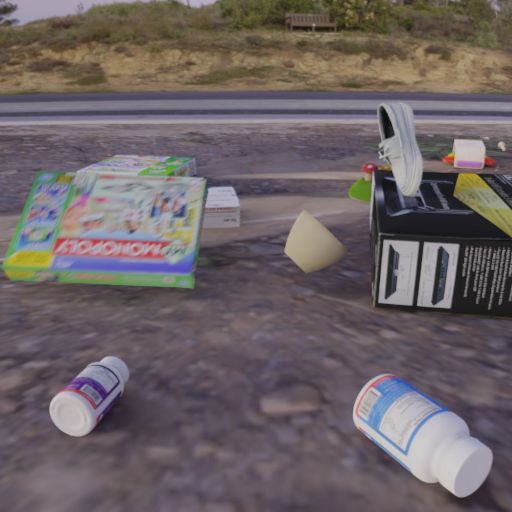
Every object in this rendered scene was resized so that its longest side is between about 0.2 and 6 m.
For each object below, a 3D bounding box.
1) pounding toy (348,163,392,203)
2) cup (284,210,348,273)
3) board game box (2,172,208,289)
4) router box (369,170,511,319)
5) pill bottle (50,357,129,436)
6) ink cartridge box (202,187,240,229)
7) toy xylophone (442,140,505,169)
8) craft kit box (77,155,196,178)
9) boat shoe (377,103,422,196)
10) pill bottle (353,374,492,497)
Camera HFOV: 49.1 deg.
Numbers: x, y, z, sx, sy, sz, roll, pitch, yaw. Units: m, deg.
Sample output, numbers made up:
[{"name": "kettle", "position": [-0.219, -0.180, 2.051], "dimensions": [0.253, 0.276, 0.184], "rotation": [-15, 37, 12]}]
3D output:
[{"name": "pounding toy", "position": [2.861, -1.635, 12.221], "dimensions": [1.663, 0.772, 1.284], "rotation": [11, 23, 29]}, {"name": "cup", "position": [0.716, -0.119, 7.385], "dimensions": [0.581, 0.812, 0.812], "rotation": [-45, 25, 3]}, {"name": "board game box", "position": [-1.970, -0.391, 7.641], "dimensions": [2.451, 0.357, 1.649], "rotation": [2, 56, 3]}, {"name": "router box", "position": [3.306, -0.368, 8.307], "dimensions": [3.142, 1.044, 3.996], "rotation": [4, 20, 10]}, {"name": "pill bottle", "position": [-1.433, 1.202, 4.943], "dimensions": [0.415, 0.415, 0.744], "rotation": [5, 20, 15]}, {"name": "ink cartridge box", "position": [-0.785, -0.877, 10.516], "dimensions": [0.879, 0.506, 1.518], "rotation": [-2, 20, -7]}, {"name": "toy xylophone", "position": [6.367, -2.989, 16.271], "dimensions": [1.598, 0.548, 2.183], "rotation": [9, 22, 24]}, {"name": "craft kit box", "position": [-2.863, -2.043, 13.795], "dimensions": [2.237, 0.543, 2.209], "rotation": [3, 23, 10]}, {"name": "boat shoe", "position": [2.036, -1.581, 8.220], "dimensions": [0.537, 1.507, 0.526], "rotation": [3, -21, -15]}, {"name": "pill bottle", "position": [1.260, 1.366, 4.295], "dimensions": [0.554, 0.554, 0.987], "rotation": [-12, 24, -29]}]
